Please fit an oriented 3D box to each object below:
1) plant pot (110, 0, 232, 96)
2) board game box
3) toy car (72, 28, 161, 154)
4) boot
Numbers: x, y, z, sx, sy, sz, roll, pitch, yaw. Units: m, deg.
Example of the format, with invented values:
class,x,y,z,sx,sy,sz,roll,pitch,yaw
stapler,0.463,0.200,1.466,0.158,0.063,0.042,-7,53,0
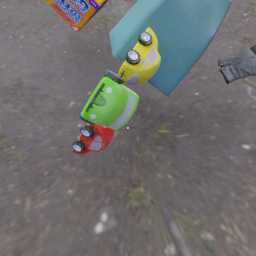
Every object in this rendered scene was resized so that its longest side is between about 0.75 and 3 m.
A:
class,x,y,z,sx,sy,sz,roll,pitch,yaw
plant pot,0.996,-2.452,6.618,1.726,2.442,1.725,31,26,-25
board game box,-1.430,-4.282,8.701,1.511,1.511,1.512,43,55,-17
toy car,-0.196,-0.434,4.756,0.655,2.763,2.936,32,99,-4
boot,2.740,-1.239,6.424,1.036,0.549,1.574,-22,35,13
